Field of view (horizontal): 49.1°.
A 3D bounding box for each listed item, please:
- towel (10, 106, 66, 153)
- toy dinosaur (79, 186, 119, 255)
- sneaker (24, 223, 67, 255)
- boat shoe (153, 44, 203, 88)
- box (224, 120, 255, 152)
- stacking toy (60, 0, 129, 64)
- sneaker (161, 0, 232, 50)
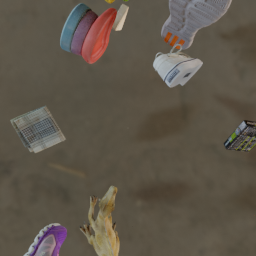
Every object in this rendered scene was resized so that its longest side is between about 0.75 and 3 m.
[{"bbox_3d":[-2.311,0.071,7.156,1.092,0.189,1.051,-21,112,12],"label":"towel"},{"bbox_3d":[-0.421,2.307,5.511,0.786,1.365,2.699,-15,108,-16],"label":"toy dinosaur"},{"bbox_3d":[-1.650,2.708,5.561,0.859,1.943,0.782,10,110,14],"label":"sneaker"},{"bbox_3d":[0.938,-1.302,5.720,0.790,1.854,0.685,46,120,9],"label":"boat shoe"},{"bbox_3d":[2.568,0.190,6.067,0.645,0.805,0.178,6,47,-18],"label":"box"},{"bbox_3d":[-0.637,-2.867,6.047,1.067,2.288,2.527,28,133,-1],"label":"stacking toy"},{"bbox_3d":[1.430,-2.652,5.472,0.973,2.509,1.406,31,81,-7],"label":"sneaker"}]
